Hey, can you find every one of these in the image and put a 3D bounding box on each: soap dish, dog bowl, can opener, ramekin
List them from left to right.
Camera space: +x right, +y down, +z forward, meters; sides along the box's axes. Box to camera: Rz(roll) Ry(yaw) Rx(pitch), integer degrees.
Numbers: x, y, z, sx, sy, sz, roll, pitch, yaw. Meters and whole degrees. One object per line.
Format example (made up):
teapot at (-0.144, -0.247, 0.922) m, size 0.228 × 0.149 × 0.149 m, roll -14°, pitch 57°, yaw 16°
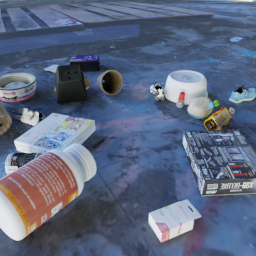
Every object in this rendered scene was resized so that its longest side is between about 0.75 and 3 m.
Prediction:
dog bowl at (-5.668, -2.050, 14.150) m, size 2.108 × 0.777 × 2.108 m, roll -1°, pitch 33°, yaw 0°
can opener at (-4.668, -0.615, 12.247) m, size 2.252 × 0.593 × 0.748 m, roll 16°, pitch 1°, yaw 21°
soap dish at (-2.855, -2.215, 14.517) m, size 1.256 × 0.648 × 1.597 m, roll 15°, pitch 35°, yaw 22°
ramekin at (2.896, -2.116, 14.005) m, size 2.202 × 1.025 × 2.202 m, roll -1°, pitch 32°, yaw 0°

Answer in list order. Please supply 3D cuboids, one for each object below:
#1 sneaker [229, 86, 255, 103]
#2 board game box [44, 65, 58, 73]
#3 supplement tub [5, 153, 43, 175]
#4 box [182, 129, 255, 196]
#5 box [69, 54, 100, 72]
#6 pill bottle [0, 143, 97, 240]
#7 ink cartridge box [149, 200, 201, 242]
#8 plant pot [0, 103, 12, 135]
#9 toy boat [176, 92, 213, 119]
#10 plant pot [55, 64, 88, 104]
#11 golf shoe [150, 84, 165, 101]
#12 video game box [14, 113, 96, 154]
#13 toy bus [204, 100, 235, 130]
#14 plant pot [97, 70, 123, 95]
sneaker at (5.697, -1.726, 13.679) m, size 1.614 × 0.726 × 0.632 m, roll -19°, pitch 37°, yaw -27°
board game box at (-4.513, -3.640, 17.232) m, size 0.913 × 0.118 × 0.913 m, roll 17°, pitch 36°, yaw 25°
supplement tub at (-3.186, 1.195, 9.063) m, size 1.293 × 0.792 × 0.792 m, roll 0°, pitch 33°, yaw 2°
box at (3.170, 1.038, 9.412) m, size 2.121 × 0.669 × 2.690 m, roll -2°, pitch 33°, yaw -3°
box at (-2.664, -3.997, 17.260) m, size 1.830 × 0.722 × 1.292 m, roll -5°, pitch 30°, yaw -7°
pill bottle at (-2.257, 1.577, 7.743) m, size 1.570 × 1.570 × 2.799 m, roll 24°, pitch 40°, yaw 32°
ink cartridge box at (1.251, 2.443, 7.473) m, size 1.223 × 0.413 × 0.712 m, roll -15°, pitch 35°, yaw -19°
plant pot at (-5.503, -0.475, 11.157) m, size 1.426 × 1.643 × 1.643 m, roll 32°, pitch 42°, yaw 17°
toy boat at (2.976, -0.990, 12.641) m, size 1.691 × 0.786 × 1.421 m, roll 30°, pitch 47°, yaw 27°
plant pot at (-2.764, -2.179, 13.380) m, size 1.495 × 1.329 × 1.498 m, roll -7°, pitch 60°, yaw -10°
golf shoe at (1.500, -1.949, 14.039) m, size 0.608 × 0.739 × 1.563 m, roll -8°, pitch 32°, yaw -10°
video game box at (-2.693, 0.269, 10.667) m, size 2.090 × 0.537 × 2.294 m, roll 9°, pitch 33°, yaw 25°
toy bus at (3.712, -0.338, 11.542) m, size 1.380 × 0.713 × 1.302 m, roll 21°, pitch 58°, yaw -25°
plant pot at (-1.055, -2.389, 14.446) m, size 1.239 × 1.239 × 1.075 m, roll -19°, pitch 22°, yaw -27°
